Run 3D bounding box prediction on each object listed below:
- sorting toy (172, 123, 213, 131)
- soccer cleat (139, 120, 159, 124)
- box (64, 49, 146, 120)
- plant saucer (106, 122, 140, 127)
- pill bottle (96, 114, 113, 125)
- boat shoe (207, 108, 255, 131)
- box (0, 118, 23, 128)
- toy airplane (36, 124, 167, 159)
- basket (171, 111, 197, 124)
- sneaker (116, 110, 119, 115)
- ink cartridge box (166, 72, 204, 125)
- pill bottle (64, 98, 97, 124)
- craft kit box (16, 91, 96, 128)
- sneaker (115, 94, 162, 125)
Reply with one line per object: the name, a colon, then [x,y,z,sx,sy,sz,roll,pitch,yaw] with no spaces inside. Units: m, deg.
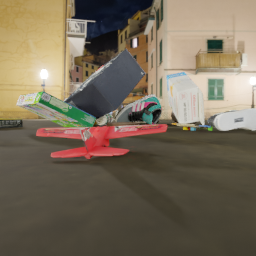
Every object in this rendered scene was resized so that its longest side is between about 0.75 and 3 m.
sorting toy: [2.065,-0.011,9.074,0.789,0.191,1.401,7,-1,-43]
soccer cleat: [1.035,-0.730,16.753,0.937,1.006,2.748,2,3,38]
box: [-0.977,-1.634,11.519,2.385,1.364,2.619,-21,26,46]
plant saucer: [-0.192,-0.121,11.404,1.393,0.223,1.393,0,1,0]
pill bottle: [-1.257,-0.493,15.245,0.651,0.651,1.150,1,4,16]
boat shoe: [3.496,-0.260,9.029,1.998,0.717,0.677,-8,10,-21]
box: [-5.354,-0.207,11.252,1.346,0.416,1.685,-1,2,25]
toy airplane: [-0.343,0.132,3.469,1.781,0.328,1.781,-2,2,0]
basket: [3.383,-0.648,16.268,1.263,0.953,1.401,15,1,-21]
sneaker: [-0.223,-0.701,18.874,1.250,0.891,2.520,2,7,-5]
ink cartridge box: [2.372,-1.212,11.869,0.899,1.526,2.650,-11,28,0]
pill bottle: [-2.378,-0.994,15.207,1.649,1.649,2.944,1,1,16]
craft kit box: [-2.686,-0.619,10.373,2.222,0.539,2.195,28,-13,-36]
sneaker: [0.607,-0.504,12.470,2.225,0.930,1.343,-31,48,-5]
